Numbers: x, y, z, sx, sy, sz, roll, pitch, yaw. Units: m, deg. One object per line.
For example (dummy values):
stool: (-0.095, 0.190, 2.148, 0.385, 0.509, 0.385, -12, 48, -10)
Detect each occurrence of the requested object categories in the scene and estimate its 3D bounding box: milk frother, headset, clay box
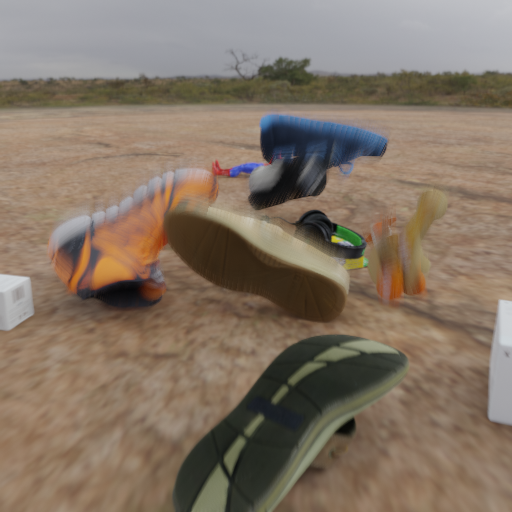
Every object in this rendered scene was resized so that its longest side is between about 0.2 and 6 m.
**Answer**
milk frother: (0.416, -1.856, 11.832, 1.481, 1.574, 1.421, -8, 13, 46)
headset: (0.888, -0.262, 9.141, 1.768, 0.831, 1.092, 17, 22, 2)
clay box: (1.130, -0.026, 9.560, 1.547, 0.368, 0.889, -9, 22, -20)

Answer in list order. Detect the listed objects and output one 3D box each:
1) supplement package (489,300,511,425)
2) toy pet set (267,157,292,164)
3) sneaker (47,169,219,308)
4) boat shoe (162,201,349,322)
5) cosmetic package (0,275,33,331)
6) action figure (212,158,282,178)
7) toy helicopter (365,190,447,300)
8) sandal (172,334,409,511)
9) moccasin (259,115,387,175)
supplement package: (2.825, 1.084, 5.608, 0.848, 0.842, 1.117, 8, 20, 21)
toy pet set: (0.718, -3.284, 18.789, 0.967, 0.550, 1.036, -17, 25, -41)
sneaker: (-1.455, -0.148, 8.100, 2.730, 1.059, 1.529, -31, 60, -18)
boat shoe: (0.005, -0.007, 7.764, 2.715, 0.967, 0.876, 28, 30, 2)
cosmetic package: (-3.441, 0.600, 7.459, 0.673, 0.560, 0.563, 6, 20, 14)
action figure: (0.026, -2.974, 16.895, 2.644, 1.308, 0.863, 5, 20, 6)
toy helicopter: (1.923, -0.232, 7.277, 0.610, 1.546, 1.023, -6, 45, -37)
sandal: (0.344, 1.480, 4.838, 2.530, 0.722, 1.005, -33, 36, -32)
moccasin: (1.230, -2.043, 10.603, 2.602, 0.887, 1.047, 4, 8, -17)
